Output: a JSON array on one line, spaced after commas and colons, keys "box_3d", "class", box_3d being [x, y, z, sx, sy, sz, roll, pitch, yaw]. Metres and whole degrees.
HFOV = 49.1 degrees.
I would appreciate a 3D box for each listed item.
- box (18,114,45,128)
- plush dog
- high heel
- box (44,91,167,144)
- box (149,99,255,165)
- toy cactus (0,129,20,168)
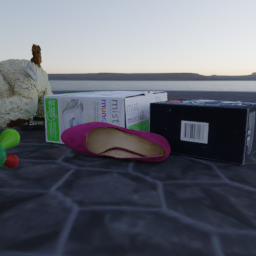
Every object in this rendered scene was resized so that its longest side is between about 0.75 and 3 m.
[{"box_3d": [-3.069, -0.311, 10.510, 1.414, 0.431, 1.754, 4, 10, 5], "class": "box"}, {"box_3d": [-3.926, -1.397, 8.773, 2.572, 2.403, 2.995, 2, 14, 4], "class": "plush dog"}, {"box_3d": [-0.301, 0.273, 5.862, 2.339, 0.789, 1.124, 2, 1, -2], "class": "high heel"}, {"box_3d": [-0.492, -0.397, 8.140, 2.516, 1.379, 2.851, 5, 11, 26], "class": "box"}, {"box_3d": [1.959, -0.068, 6.853, 2.247, 1.170, 2.046, 7, 11, 34], "class": "box"}, {"box_3d": [-2.433, 0.661, 3.795, 1.940, 1.202, 2.351, 30, 23, 33], "class": "toy cactus"}]
